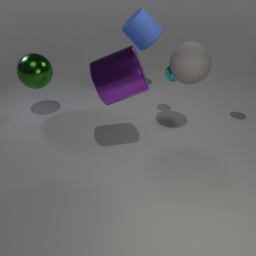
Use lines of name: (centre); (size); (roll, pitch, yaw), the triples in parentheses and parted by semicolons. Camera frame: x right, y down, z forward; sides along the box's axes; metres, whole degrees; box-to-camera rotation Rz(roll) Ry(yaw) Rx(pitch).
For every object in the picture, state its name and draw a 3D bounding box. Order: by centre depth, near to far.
cylinder: (-0.242, -1.558, 8.411); (1.400, 1.400, 1.400); (-20, 29, 10)
ball: (2.114, -2.189, 9.494); (1.400, 1.400, 1.400); (0, 30, 0)
ball: (-3.733, -2.279, 11.253); (1.400, 1.400, 1.400); (0, 30, 0)
ball: (1.837, -2.217, 11.301); (0.700, 0.700, 0.700); (0, 30, 0)
cylinder: (0.646, -4.632, 13.179); (1.400, 1.400, 1.400); (-38, 24, 20)
